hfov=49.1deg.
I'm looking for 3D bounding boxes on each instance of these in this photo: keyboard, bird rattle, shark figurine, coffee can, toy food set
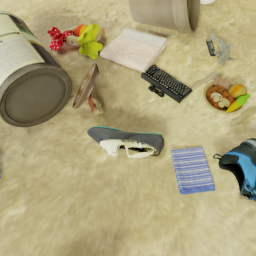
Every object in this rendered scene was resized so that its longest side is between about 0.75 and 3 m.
[{"bbox_3d":[1.189,-1.435,9.222,1.696,0.218,1.018,38,65,23],"label":"keyboard"},{"bbox_3d":[-1.774,-3.241,10.129,2.082,1.173,1.698,10,40,26],"label":"bird rattle"},{"bbox_3d":[3.374,-2.891,9.846,0.859,0.600,1.437,-5,65,-14],"label":"shark figurine"},{"bbox_3d":[-3.287,-1.760,8.259,2.120,2.120,2.896,-31,62,-18],"label":"coffee can"},{"bbox_3d":[3.077,-1.074,8.862,1.393,0.405,2.018,-29,62,-17],"label":"toy food set"}]

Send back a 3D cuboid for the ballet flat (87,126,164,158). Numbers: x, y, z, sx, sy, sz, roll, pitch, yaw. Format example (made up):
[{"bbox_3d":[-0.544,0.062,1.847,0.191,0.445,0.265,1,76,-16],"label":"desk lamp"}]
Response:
[{"bbox_3d":[-0.092,0.432,7.713,2.194,0.802,0.802,7,57,2],"label":"ballet flat"}]

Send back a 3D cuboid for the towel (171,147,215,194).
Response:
[{"bbox_3d":[1.740,1.125,7.594,0.964,0.159,1.331,-6,57,-5],"label":"towel"}]

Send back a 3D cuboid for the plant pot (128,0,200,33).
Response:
[{"bbox_3d":[1.299,-4.772,10.221,2.269,2.614,2.614,5,56,22],"label":"plant pot"}]

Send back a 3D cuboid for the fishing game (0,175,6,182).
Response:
[{"bbox_3d":[-3.846,1.229,7.535,1.059,0.165,0.758,23,60,5],"label":"fishing game"}]

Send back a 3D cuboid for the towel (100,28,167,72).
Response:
[{"bbox_3d":[0.224,-2.836,9.964,1.843,0.297,1.760,25,60,23],"label":"towel"}]

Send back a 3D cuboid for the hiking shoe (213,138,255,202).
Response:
[{"bbox_3d":[3.396,1.594,6.879,1.236,1.061,2.851,-24,50,-8],"label":"hiking shoe"}]

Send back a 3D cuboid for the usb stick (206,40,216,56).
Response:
[{"bbox_3d":[3.030,-2.936,10.225,0.230,0.135,0.829,-3,58,-3],"label":"usb stick"}]

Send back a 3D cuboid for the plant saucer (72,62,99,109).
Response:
[{"bbox_3d":[-1.219,-1.203,8.253,0.243,1.516,1.516,26,56,-17],"label":"plant saucer"}]

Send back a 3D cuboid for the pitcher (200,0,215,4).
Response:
[{"bbox_3d":[3.076,-5.557,11.664,1.123,0.681,0.964,-9,47,7],"label":"pitcher"}]

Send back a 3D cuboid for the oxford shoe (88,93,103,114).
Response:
[{"bbox_3d":[-1.031,-0.758,8.781,0.327,0.313,0.885,1,52,-30],"label":"oxford shoe"}]
